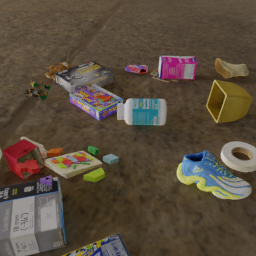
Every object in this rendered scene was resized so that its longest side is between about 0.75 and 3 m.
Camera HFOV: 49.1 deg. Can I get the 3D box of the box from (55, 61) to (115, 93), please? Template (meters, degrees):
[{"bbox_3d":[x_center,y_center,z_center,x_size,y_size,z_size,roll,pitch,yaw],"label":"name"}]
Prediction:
[{"bbox_3d":[-2.231,-2.620,14.550,2.469,0.597,1.955,-28,44,-31],"label":"box"}]

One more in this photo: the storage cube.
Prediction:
[{"bbox_3d":[-3.475,1.027,9.356,0.897,0.997,0.853,21,42,35],"label":"storage cube"}]

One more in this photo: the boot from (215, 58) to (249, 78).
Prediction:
[{"bbox_3d":[5.726,-3.360,15.523,1.355,0.635,1.744,-7,38,-9],"label":"boot"}]

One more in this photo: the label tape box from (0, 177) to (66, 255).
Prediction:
[{"bbox_3d":[-3.077,2.444,7.484,2.606,0.825,1.879,-9,34,-12],"label":"label tape box"}]

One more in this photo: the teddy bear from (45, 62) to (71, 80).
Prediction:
[{"bbox_3d":[-3.731,-3.138,15.293,1.236,0.569,1.704,31,47,32],"label":"teddy bear"}]

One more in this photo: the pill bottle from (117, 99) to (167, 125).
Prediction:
[{"bbox_3d":[0.559,-0.661,11.504,1.964,1.088,1.088,1,37,1],"label":"pill bottle"}]

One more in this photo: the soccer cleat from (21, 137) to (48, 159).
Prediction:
[{"bbox_3d":[-3.416,0.714,10.235,1.344,0.466,0.521,32,40,28],"label":"soccer cleat"}]

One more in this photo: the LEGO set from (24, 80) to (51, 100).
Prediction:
[{"bbox_3d":[-4.267,-1.799,13.081,0.663,0.880,1.144,25,19,34],"label":"LEGO set"}]

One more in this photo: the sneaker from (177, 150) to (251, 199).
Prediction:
[{"bbox_3d":[2.666,1.407,8.614,2.299,1.208,0.871,11,38,15],"label":"sneaker"}]

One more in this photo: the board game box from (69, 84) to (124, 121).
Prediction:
[{"bbox_3d":[-1.446,-1.242,12.798,1.438,0.479,2.140,-31,46,-34],"label":"board game box"}]

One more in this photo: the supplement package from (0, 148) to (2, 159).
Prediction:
[{"bbox_3d":[-4.945,1.094,9.328,0.889,0.856,1.563,-1,37,-1],"label":"supplement package"}]

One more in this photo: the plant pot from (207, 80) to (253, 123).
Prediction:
[{"bbox_3d":[4.406,-1.130,12.002,1.413,1.372,1.381,1,36,-9],"label":"plant pot"}]

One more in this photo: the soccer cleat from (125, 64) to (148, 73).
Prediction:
[{"bbox_3d":[0.479,-3.268,15.607,1.266,0.432,0.463,0,41,-3],"label":"soccer cleat"}]

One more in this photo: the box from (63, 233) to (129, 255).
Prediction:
[{"bbox_3d":[-1.102,3.306,6.397,2.268,0.795,0.729,-15,39,-19],"label":"box"}]

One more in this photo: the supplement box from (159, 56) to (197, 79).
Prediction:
[{"bbox_3d":[2.635,-3.225,14.969,1.885,0.974,0.954,2,36,0],"label":"supplement box"}]

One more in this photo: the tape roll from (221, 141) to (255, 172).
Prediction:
[{"bbox_3d":[4.029,1.003,9.962,1.386,0.253,1.386,0,37,0],"label":"tape roll"}]

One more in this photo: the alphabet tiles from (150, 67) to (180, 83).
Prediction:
[{"bbox_3d":[2.278,-3.057,15.600,1.677,0.064,2.015,21,42,27],"label":"alphabet tiles"}]

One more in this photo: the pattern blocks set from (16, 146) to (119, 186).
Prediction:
[{"bbox_3d":[-1.781,1.122,9.058,2.501,0.231,2.845,16,21,29],"label":"pattern blocks set"}]
